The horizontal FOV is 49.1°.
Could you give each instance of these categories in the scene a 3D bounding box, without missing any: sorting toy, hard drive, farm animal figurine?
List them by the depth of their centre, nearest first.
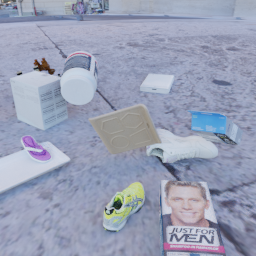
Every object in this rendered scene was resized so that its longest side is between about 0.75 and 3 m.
[{"bbox_3d":[-0.056,0.050,8.440,1.808,1.673,0.330,-12,43,17],"label":"sorting toy"},{"bbox_3d":[-3.770,-2.111,13.641,2.942,1.479,2.375,21,53,29],"label":"farm animal figurine"},{"bbox_3d":[1.632,-2.450,15.227,1.499,0.303,2.273,7,29,13],"label":"hard drive"}]

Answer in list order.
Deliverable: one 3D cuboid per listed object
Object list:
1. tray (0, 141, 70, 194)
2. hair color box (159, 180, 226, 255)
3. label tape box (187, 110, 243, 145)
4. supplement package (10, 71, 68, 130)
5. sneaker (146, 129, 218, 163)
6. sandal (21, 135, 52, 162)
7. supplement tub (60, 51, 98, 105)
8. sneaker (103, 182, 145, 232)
[{"bbox_3d":[-3.274,1.262,8.288,2.837,0.315,1.523,-23,35,-36],"label":"tray"},{"bbox_3d":[1.303,2.175,6.151,1.191,0.720,2.381,2,28,3],"label":"hair color box"},{"bbox_3d":[2.339,0.000,7.669,1.039,0.479,1.450,9,-12,45],"label":"label tape box"},{"bbox_3d":[-3.523,-1.147,11.222,1.709,1.788,1.315,19,34,30],"label":"supplement package"},{"bbox_3d":[1.675,0.761,8.964,2.277,0.852,1.134,10,51,15],"label":"sneaker"},{"bbox_3d":[-2.984,0.623,8.932,1.371,0.337,0.558,34,44,25],"label":"sandal"},{"bbox_3d":[-1.805,-1.893,10.525,1.326,1.326,1.890,-1,43,-2],"label":"supplement tub"},{"bbox_3d":[-0.033,1.811,6.926,0.624,0.632,1.654,12,30,23],"label":"sneaker"}]
